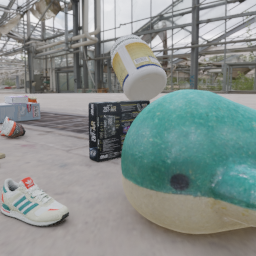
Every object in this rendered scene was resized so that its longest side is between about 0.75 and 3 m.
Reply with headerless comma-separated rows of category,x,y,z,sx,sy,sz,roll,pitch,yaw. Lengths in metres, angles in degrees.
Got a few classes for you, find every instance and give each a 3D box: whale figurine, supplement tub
whale figurine,1.252,0.247,3.086,2.693,1.397,2.142,-1,8,15
supplement tub,0.253,-1.800,8.353,1.303,1.303,1.805,-4,52,-25

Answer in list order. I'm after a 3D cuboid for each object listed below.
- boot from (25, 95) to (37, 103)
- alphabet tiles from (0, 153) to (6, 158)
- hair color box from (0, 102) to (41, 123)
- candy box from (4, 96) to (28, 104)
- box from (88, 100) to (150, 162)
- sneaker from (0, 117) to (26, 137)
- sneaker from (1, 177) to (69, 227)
boot,-4.889,-0.995,12.838,0.685,0.979,1.826,7,13,30
alphabet tiles,-3.800,0.696,4.706,2.466,0.094,2.963,4,10,28
hair color box,-4.849,-0.619,11.151,1.170,0.716,2.363,8,13,41
candy box,-4.492,-1.143,11.258,0.645,0.275,0.769,-9,13,-44
box,-0.137,0.012,5.725,1.408,1.128,0.307,-9,12,-41
sneaker,-3.296,0.054,8.057,0.570,0.536,1.391,24,-3,-33
sneaker,-1.054,0.777,3.076,0.901,0.421,0.317,4,9,27
